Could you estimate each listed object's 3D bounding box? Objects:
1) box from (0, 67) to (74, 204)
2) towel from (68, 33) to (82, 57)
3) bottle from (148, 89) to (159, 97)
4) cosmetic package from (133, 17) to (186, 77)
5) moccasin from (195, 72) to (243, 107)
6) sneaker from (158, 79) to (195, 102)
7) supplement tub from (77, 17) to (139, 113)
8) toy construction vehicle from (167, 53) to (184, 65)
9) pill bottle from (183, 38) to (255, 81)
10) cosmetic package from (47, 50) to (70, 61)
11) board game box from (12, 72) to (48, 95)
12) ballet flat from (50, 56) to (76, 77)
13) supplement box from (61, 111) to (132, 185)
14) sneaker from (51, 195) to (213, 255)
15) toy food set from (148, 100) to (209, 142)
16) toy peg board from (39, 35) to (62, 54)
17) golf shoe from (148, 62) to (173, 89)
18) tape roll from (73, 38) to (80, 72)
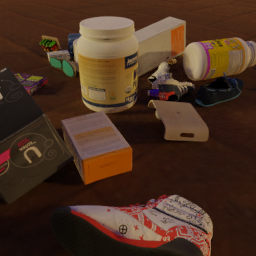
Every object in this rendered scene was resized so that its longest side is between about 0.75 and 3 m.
[{"bbox_3d":[-2.816,0.013,6.534,1.741,1.510,2.848,-36,45,-15],"label":"box"},{"bbox_3d":[-2.307,-4.156,13.925,1.322,0.575,2.368,-6,34,-9],"label":"towel"},{"bbox_3d":[1.090,-1.228,9.866,0.776,0.253,0.324,0,36,0],"label":"bottle"},{"bbox_3d":[1.080,-3.417,11.666,2.818,1.429,1.004,-31,45,-22],"label":"cosmetic package"},{"bbox_3d":[3.287,-1.384,9.632,2.254,0.769,0.907,-27,42,-34],"label":"moccasin"},{"bbox_3d":[1.635,-1.183,9.541,0.705,0.794,1.880,6,5,44],"label":"sneaker"},{"bbox_3d":[-0.614,-2.005,8.888,1.892,2.620,1.892,0,34,0],"label":"supplement tub"},{"bbox_3d":[1.737,-3.427,12.895,1.429,0.503,1.244,28,43,35],"label":"toy construction vehicle"},{"bbox_3d":[3.709,-2.763,11.065,2.792,1.455,1.455,-12,36,-17],"label":"pill bottle"},{"bbox_3d":[-3.185,-3.323,12.900,0.939,0.347,0.477,-13,36,-15],"label":"cosmetic package"},{"bbox_3d":[-4.213,-1.729,10.608,1.968,0.318,1.181,10,31,15],"label":"board game box"},{"bbox_3d":[-2.542,-2.632,11.624,0.608,0.644,1.910,-22,39,-38],"label":"ballet flat"},{"bbox_3d":[-0.831,0.410,7.027,1.208,0.705,1.917,-14,37,-20],"label":"supplement box"},{"bbox_3d":[0.097,1.745,4.998,2.751,0.919,1.474,6,17,26],"label":"sneaker"},{"bbox_3d":[1.419,-0.219,8.243,1.301,0.548,1.813,4,34,-16],"label":"toy food set"},{"bbox_3d":[-3.645,-3.762,13.131,0.916,0.912,0.448,18,55,25],"label":"toy peg board"},{"bbox_3d":[1.186,-2.023,10.676,0.868,0.699,1.784,-4,34,2],"label":"golf shoe"},{"bbox_3d":[-1.426,-3.079,11.808,1.666,1.144,1.666,0,34,0],"label":"tape roll"}]
